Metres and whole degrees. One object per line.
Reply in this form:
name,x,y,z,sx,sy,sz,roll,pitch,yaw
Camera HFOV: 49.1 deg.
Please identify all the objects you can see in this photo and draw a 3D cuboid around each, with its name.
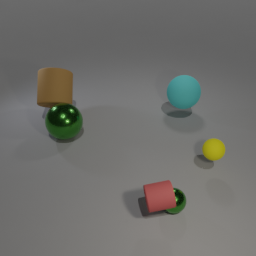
ball,2.700,0.677,8.827,0.700,0.700,0.700,0,33,0
ball,2.320,-1.493,11.672,1.400,1.400,1.400,0,33,0
ball,1.269,2.013,7.783,0.700,0.700,0.700,0,33,0
ball,-2.406,-0.250,10.561,1.400,1.400,1.400,0,33,0
cylinder,-2.981,-1.603,11.480,1.400,1.400,1.400,0,-5,0
cylinder,0.799,1.743,7.167,0.700,0.700,0.700,-11,34,-2
